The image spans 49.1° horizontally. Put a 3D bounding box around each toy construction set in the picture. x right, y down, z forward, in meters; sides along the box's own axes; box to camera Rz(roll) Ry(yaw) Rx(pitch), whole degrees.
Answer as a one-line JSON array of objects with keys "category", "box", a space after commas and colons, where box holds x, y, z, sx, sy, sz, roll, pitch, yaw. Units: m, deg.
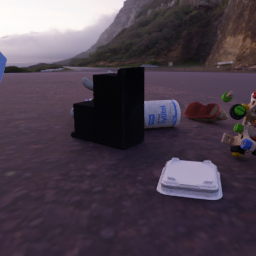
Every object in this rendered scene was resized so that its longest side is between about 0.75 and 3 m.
[{"category": "toy construction set", "box": [3.370, -0.015, 7.229, 2.020, 1.685, 1.552, -5, -14, -5]}]

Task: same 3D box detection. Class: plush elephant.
[{"category": "plush elephant", "box": [-1.049, -1.237, 11.200, 2.640, 2.044, 2.174, -2, 15, -7]}]

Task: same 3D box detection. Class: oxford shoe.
[{"category": "oxford shoe", "box": [3.219, -0.577, 11.788, 0.835, 0.787, 2.234, 28, -3, -26]}]

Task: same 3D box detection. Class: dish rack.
[{"category": "dish rack", "box": [1.330, 1.005, 5.984, 1.282, 0.325, 1.494, 4, 16, 14]}]

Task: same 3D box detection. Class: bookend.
[{"category": "bookend", "box": [-0.712, -0.738, 8.775, 2.324, 2.310, 1.071, 10, 18, 37]}]

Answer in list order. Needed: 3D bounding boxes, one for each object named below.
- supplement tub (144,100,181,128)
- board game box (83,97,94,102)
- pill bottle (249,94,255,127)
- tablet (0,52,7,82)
[{"category": "supplement tub", "box": [1.076, -0.518, 10.485, 1.549, 1.022, 1.022, -5, 15, -14]}, {"category": "board game box", "box": [-1.617, -1.618, 16.292, 1.236, 0.332, 2.059, 0, 14, 17]}, {"category": "pill bottle", "box": [5.719, -0.602, 10.222, 2.332, 1.317, 1.317, 7, 16, 22]}, {"category": "tablet", "box": [-4.283, -2.093, 9.213, 0.068, 0.996, 0.648, -6, -29, 11]}]
